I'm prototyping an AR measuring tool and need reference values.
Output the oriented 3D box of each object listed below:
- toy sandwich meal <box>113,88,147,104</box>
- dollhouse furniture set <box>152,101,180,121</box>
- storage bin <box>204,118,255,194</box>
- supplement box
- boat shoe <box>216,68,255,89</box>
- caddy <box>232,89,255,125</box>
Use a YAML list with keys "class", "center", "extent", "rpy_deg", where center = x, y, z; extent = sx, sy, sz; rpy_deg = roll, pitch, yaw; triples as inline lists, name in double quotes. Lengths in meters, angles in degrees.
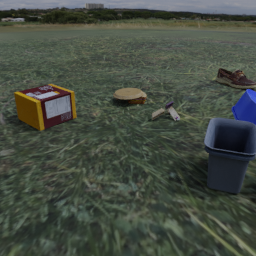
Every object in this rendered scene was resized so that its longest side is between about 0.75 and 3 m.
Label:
- class: "toy sandwich meal"
  center: [0.083, -1.562, 14.113]
  extent: [1.693, 0.580, 1.693]
  rpy_deg: [-3, 25, 1]
- class: "dollhouse furniture set"
  center: [1.636, -0.414, 12.147]
  extent: [1.153, 0.914, 0.819]
  rpy_deg: [-29, 73, -8]
- class: "storage bin"
  center: [2.947, 0.790, 7.959]
  extent: [1.535, 1.417, 2.109]
  rpy_deg: [9, 27, 18]
- class: "supplement box"
  center: [-3.497, -0.964, 11.955]
  extent: [1.808, 1.217, 1.833]
  rpy_deg: [21, 32, 38]
- class: "boat shoe"
  center: [6.446, -3.015, 16.677]
  extent: [0.968, 0.966, 2.683]
  rpy_deg: [-15, 29, -28]
- class: "caddy"
  center: [4.966, -0.394, 10.695]
  extent: [1.782, 1.323, 2.521]
  rpy_deg: [24, 28, 0]
